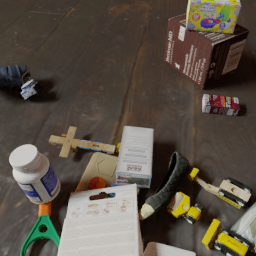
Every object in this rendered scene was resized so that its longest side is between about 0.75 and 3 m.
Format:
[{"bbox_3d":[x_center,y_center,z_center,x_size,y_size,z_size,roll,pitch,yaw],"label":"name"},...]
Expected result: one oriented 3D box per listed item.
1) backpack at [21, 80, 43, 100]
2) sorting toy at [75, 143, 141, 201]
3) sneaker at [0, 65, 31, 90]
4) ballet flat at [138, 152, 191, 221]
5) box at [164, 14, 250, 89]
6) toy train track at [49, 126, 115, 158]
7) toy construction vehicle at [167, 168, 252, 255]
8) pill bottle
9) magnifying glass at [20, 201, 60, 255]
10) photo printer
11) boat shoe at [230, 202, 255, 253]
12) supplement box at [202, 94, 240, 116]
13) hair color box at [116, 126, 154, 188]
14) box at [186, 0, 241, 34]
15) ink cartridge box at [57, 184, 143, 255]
[{"bbox_3d":[-4.232,-1.638,12.119,0.843,0.681,0.885,-36,18,12],"label":"backpack"},{"bbox_3d":[-0.416,1.375,9.508,2.008,0.361,2.695,12,47,11],"label":"sorting toy"},{"bbox_3d":[-5.655,-2.515,12.913,2.052,1.080,2.840,-13,33,-28],"label":"sneaker"},{"bbox_3d":[1.063,1.786,8.659,0.761,0.891,2.680,46,52,1],"label":"ballet flat"},{"bbox_3d":[3.548,-3.792,13.183,2.328,2.352,2.836,-26,51,-23],"label":"box"},{"bbox_3d":[-1.654,0.664,10.192,2.372,0.386,1.360,9,51,3],"label":"toy train track"},{"bbox_3d":[2.538,2.457,8.263,2.410,0.849,2.098,25,62,26],"label":"toy construction vehicle"},{"bbox_3d":[-2.716,1.339,8.175,1.039,1.736,1.039,-5,44,5],"label":"pill bottle"},{"bbox_3d":[-2.437,2.842,8.112,1.092,0.307,2.745,-2,46,-10],"label":"magnifying glass"},{"bbox_3d":[1.007,3.623,7.218,1.367,0.475,1.137,10,47,10],"label":"photo printer"},{"bbox_3d":[4.164,2.397,8.120,2.751,1.014,0.882,-32,59,-22],"label":"boat shoe"},{"bbox_3d":[3.881,-0.967,11.766,1.423,0.433,0.774,7,46,5],"label":"supplement box"},{"bbox_3d":[0.273,0.901,9.378,1.093,0.670,2.208,6,39,3],"label":"hair color box"},{"bbox_3d":[3.567,-5.104,11.964,1.973,1.203,1.900,8,46,7],"label":"box"},{"bbox_3d":[-0.709,2.880,7.695,2.154,0.670,2.677,-9,36,6],"label":"ink cartridge box"}]
